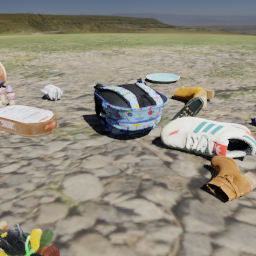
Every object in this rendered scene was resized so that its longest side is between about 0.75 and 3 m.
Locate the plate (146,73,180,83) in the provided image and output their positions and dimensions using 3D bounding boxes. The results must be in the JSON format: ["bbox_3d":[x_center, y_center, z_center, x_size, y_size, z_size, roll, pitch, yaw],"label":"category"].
[{"bbox_3d":[2.034,-2.882,16.369,1.950,0.249,1.950,1,24,0],"label":"plate"}]

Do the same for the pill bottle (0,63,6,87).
[{"bbox_3d":[-7.400,-2.335,13.353,1.636,1.636,2.917,7,24,15],"label":"pill bottle"}]

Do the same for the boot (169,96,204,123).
[{"bbox_3d":[1.923,-0.383,9.473,0.522,1.446,1.093,46,37,2],"label":"boot"}]

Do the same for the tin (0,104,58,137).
[{"bbox_3d":[-3.794,-0.329,10.159,2.709,0.567,1.517,12,30,26],"label":"tin"}]

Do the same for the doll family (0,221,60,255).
[{"bbox_3d":[-1.981,2.152,3.883,1.554,1.055,2.689,14,32,20],"label":"doll family"}]

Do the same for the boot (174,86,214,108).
[{"bbox_3d":[2.744,-1.391,12.442,1.602,0.788,2.238,8,20,32],"label":"boot"}]

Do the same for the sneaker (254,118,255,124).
[{"bbox_3d":[5.253,-0.541,10.448,0.722,0.697,1.729,14,27,42],"label":"sneaker"}]

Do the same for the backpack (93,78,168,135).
[{"bbox_3d":[0.151,-0.609,9.363,2.182,1.608,2.390,-11,25,-24],"label":"backpack"}]

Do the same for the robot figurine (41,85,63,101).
[{"bbox_3d":[-3.523,-1.658,13.031,0.949,0.632,1.120,2,17,-42],"label":"robot figurine"}]

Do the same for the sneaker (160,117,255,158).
[{"bbox_3d":[2.289,0.336,7.995,2.712,0.955,1.268,5,18,4],"label":"sneaker"}]

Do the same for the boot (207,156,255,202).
[{"bbox_3d":[2.254,1.171,6.697,1.065,0.507,1.377,-19,27,-28],"label":"boot"}]

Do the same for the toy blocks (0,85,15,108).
[{"bbox_3d":[-5.748,-1.464,11.679,1.610,1.355,1.505,-20,31,-38],"label":"toy blocks"}]
